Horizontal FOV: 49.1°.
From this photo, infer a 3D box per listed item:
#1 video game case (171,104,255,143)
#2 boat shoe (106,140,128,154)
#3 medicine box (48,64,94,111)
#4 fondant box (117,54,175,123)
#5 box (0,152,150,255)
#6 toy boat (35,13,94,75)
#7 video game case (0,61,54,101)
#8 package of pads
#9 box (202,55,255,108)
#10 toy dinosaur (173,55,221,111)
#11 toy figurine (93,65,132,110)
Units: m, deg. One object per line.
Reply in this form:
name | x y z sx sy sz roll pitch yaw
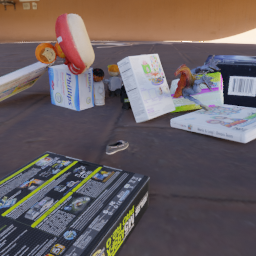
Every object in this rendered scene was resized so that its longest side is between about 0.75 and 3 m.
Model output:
video game case | 3.152 -0.258 8.696 2.738 0.324 2.493 -17 21 -37
boat shoe | -0.263 0.450 7.319 0.270 0.230 0.807 17 27 37
medicine box | -2.185 -1.597 10.840 1.657 1.509 0.853 16 26 35
fondant box | 0.652 -1.368 9.394 1.498 2.077 0.605 -19 3 -44
box | -1.262 1.416 4.242 2.354 0.650 2.938 9 23 23
toy boat | -2.042 -2.434 8.646 1.613 1.611 2.468 -21 6 -15
video game case | -4.227 -1.708 10.618 2.262 0.274 2.485 -27 11 45
package of pads | 2.465 -1.326 10.237 1.913 0.652 1.478 -6 37 23
box | 4.613 -2.032 11.648 2.872 1.770 2.848 7 21 17
toy dinosaur | 1.806 -1.464 8.655 2.448 1.286 2.222 16 -16 -27
toy figurine | -0.265 -1.810 11.295 2.232 1.578 2.268 11 24 27
